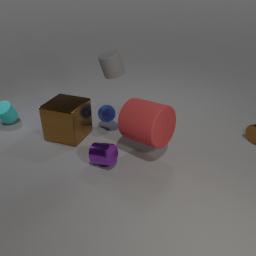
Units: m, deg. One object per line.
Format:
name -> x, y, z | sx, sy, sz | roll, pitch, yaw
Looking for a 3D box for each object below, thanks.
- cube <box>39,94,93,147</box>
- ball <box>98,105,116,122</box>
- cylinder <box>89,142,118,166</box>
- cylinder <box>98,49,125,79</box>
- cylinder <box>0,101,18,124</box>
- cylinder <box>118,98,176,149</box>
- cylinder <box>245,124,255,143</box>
cube -> -2.296, -0.338, 10.600 | 1.400, 1.400, 1.400 | 10, 31, 18
ball -> -0.844, -0.574, 11.115 | 0.700, 0.700, 0.700 | 0, 29, 0
cylinder -> -0.786, 0.828, 9.009 | 0.700, 0.700, 0.700 | 3, 27, 31
cylinder -> -0.509, -2.011, 8.846 | 0.700, 0.700, 0.700 | -13, 33, 9
cylinder -> -4.983, -0.645, 11.460 | 0.700, 0.700, 0.700 | -4, 58, 7
cylinder -> 0.628, -0.182, 9.158 | 1.400, 1.400, 1.400 | 18, 34, 37
cylinder -> 4.889, 0.169, 10.416 | 0.700, 0.700, 0.700 | -11, 31, -18
